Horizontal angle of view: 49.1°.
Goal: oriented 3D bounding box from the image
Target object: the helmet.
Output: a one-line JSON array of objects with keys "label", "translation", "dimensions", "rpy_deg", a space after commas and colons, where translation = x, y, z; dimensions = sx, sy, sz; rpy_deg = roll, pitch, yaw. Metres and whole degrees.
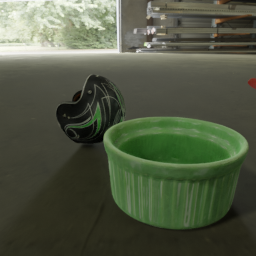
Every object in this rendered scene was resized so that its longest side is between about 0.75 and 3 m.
[{"label": "helmet", "translation": [-0.717, -0.392, 6.127], "dimensions": [1.364, 1.431, 1.431], "rpy_deg": [-23, 10, 21]}]

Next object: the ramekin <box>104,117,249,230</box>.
[{"label": "ramekin", "translation": [0.653, 0.568, 4.184], "dimensions": [2.018, 0.986, 2.018], "rpy_deg": [0, 18, 0]}]

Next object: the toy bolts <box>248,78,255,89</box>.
[{"label": "toy bolts", "translation": [4.317, -1.010, 7.139], "dimensions": [2.109, 2.015, 1.463], "rpy_deg": [-9, 63, -48]}]
